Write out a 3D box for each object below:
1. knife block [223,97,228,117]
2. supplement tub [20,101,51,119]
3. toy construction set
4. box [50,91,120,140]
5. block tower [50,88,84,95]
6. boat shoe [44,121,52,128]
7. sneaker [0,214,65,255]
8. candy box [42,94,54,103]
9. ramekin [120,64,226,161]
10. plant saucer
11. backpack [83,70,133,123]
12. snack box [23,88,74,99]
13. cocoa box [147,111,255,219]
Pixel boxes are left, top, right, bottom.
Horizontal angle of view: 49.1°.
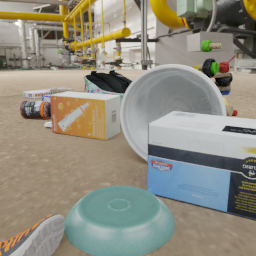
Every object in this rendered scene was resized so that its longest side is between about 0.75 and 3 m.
[{"bbox_3d":[3.526,-0.761,11.095,2.358,0.859,2.686,-10,17,-29],"label":"knife block"},{"bbox_3d":[-3.561,-0.724,11.273,1.368,0.732,0.732,3,15,9],"label":"supplement tub"},{"bbox_3d":[1.957,-0.952,8.575,2.059,2.235,2.679,12,-15,40],"label":"toy construction set"},{"bbox_3d":[-1.375,-0.448,9.114,2.058,1.280,1.003,7,16,24],"label":"box"},{"bbox_3d":[-3.264,-1.866,15.830,2.237,0.647,0.604,7,16,19],"label":"block tower"},{"bbox_3d":[-2.458,-0.265,10.151,1.170,0.406,0.414,-9,17,-30],"label":"boat shoe"},{"bbox_3d":[-1.458,1.438,3.429,0.804,0.557,1.435,8,17,24],"label":"sneaker"},{"bbox_3d":[-4.098,-1.589,15.224,0.969,0.373,0.819,15,20,42],"label":"candy box"},{"bbox_3d":[1.087,-0.342,6.614,2.331,2.331,1.224,5,16,17],"label":"ramekin"},{"bbox_3d":[-0.134,1.315,4.382,1.732,0.311,1.732,0,15,0],"label":"plant saucer"},{"bbox_3d":[-0.475,-1.139,10.647,2.106,1.786,2.372,-7,23,-34],"label":"backpack"},{"bbox_3d":[-4.935,-2.229,17.652,1.076,0.364,2.992,13,20,41],"label":"snack box"},{"bbox_3d":[1.552,0.557,5.148,2.087,1.369,1.392,8,17,27],"label":"cocoa box"}]
